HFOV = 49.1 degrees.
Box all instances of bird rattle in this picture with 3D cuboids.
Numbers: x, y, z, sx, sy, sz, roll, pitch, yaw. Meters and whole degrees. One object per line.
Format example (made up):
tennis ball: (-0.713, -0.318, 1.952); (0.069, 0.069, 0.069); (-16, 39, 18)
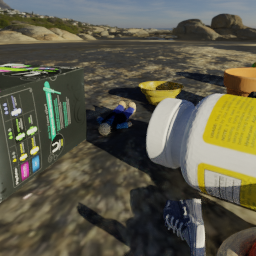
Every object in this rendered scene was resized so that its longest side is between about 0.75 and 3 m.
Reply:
bird rattle: (1.525, 1.444, 2.343); (2.157, 1.215, 1.758); (-17, 11, -15)

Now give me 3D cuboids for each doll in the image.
doll: (-0.338, -0.229, 7.079); (0.992, 0.352, 1.454); (9, 32, 21)

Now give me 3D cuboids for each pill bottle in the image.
pill bottle: (1.714, 0.330, 4.034); (2.764, 1.538, 1.538); (15, 25, 31)

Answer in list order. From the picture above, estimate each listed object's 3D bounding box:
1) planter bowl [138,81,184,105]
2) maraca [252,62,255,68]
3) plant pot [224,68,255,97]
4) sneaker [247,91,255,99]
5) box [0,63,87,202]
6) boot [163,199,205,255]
planter bowl: (1.073, -1.105, 9.196); (1.467, 0.611, 1.467); (0, 21, 0)
maraca: (6.020, -1.995, 10.244); (2.026, 1.581, 2.955); (-28, 42, -23)
plant pot: (3.480, -0.856, 7.555); (1.850, 1.295, 1.850); (0, 21, 0)
sneaker: (3.166, 0.076, 5.066); (1.104, 1.320, 2.907); (-10, 24, -30)
box: (-2.272, -0.198, 5.230); (2.005, 1.678, 2.700); (8, 22, 20)
boot: (0.672, 1.225, 3.424); (0.487, 0.392, 1.078); (-3, 12, 12)
